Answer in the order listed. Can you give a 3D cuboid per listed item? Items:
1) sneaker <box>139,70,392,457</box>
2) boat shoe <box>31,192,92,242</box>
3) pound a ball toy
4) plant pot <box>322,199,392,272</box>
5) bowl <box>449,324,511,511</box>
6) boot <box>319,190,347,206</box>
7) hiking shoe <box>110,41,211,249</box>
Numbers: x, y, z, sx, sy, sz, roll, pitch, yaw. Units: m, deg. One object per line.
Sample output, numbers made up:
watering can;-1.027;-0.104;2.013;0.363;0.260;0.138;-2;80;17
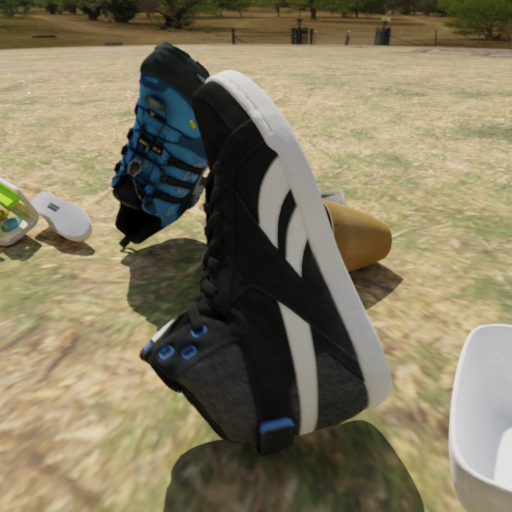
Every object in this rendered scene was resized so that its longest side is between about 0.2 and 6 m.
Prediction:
sneaker;-0.312;0.098;5.061;1.950;3.486;1.273;-23;-6;-15
boat shoe;-3.285;-0.591;9.656;1.568;0.515;0.564;24;69;31
pound a ball toy;-4.864;-0.710;9.792;2.083;0.885;1.358;24;60;40
plant pot;1.354;-0.249;8.409;1.263;1.177;1.177;1;23;-26
bowl;2.797;1.619;4.570;2.355;0.879;2.351;10;27;22
boot;0.476;-0.569;9.084;2.012;0.730;1.829;3;31;7
hiking shoe;-1.344;-1.334;8.036;1.314;3.532;1.531;32;61;9
